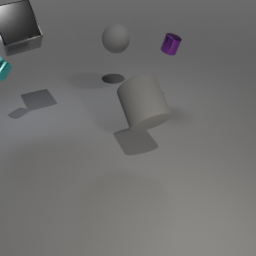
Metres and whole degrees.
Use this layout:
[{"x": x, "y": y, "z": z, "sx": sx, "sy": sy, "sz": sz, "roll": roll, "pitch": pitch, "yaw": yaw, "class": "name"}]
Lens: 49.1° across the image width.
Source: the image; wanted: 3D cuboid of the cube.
[{"x": -4.147, "y": -3.697, "z": 10.472, "sx": 1.400, "sy": 1.400, "sz": 1.400, "roll": -23, "pitch": 7, "yaw": -20, "class": "cube"}]

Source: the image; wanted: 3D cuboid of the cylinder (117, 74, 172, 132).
[{"x": 0.507, "y": -0.779, "z": 9.011, "sx": 1.400, "sy": 1.400, "sz": 1.400, "roll": -14, "pitch": 73, "yaw": -21, "class": "cylinder"}]

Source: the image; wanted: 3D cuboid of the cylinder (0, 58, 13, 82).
[{"x": -4.803, "y": -2.203, "z": 10.432, "sx": 0.700, "sy": 0.700, "sz": 0.700, "roll": 25, "pitch": 83, "yaw": 35, "class": "cylinder"}]

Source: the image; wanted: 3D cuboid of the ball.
[{"x": -0.603, "y": -4.458, "z": 14.008, "sx": 1.400, "sy": 1.400, "sz": 1.400, "roll": 0, "pitch": 32, "yaw": 0, "class": "ball"}]

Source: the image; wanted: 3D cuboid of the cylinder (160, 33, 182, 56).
[{"x": 1.816, "y": -3.541, "z": 11.841, "sx": 0.700, "sy": 0.700, "sz": 0.700, "roll": 13, "pitch": 37, "yaw": -10, "class": "cylinder"}]
